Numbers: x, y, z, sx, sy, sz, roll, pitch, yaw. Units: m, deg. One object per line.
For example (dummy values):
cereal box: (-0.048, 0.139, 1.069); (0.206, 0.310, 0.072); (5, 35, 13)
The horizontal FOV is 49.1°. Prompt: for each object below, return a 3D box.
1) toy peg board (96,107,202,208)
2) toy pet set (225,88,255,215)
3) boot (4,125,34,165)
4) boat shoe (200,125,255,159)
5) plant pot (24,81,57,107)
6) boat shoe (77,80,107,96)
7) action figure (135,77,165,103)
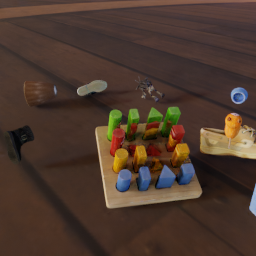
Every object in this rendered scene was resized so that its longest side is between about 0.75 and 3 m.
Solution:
toy peg board: (0.446, 0.484, 6.225); (2.094, 1.024, 2.086); (-4, 50, -12)
toy pet set: (2.957, 0.741, 5.194); (2.512, 2.345, 1.334); (13, 33, 22)
boot: (-2.673, 0.410, 7.051); (0.336, 0.894, 0.668); (-5, 8, 35)
boat shoe: (2.815, 0.307, 6.870); (2.147, 0.697, 0.775); (2, 10, 36)
plant pot: (-3.013, -1.256, 9.823); (0.960, 0.897, 0.897); (-8, 31, -2)
boat shoe: (-1.417, -1.540, 10.884); (1.212, 0.453, 0.402); (-26, 15, -20)
action figure: (0.754, -1.405, 10.396); (1.171, 0.598, 0.696); (42, 74, 16)
